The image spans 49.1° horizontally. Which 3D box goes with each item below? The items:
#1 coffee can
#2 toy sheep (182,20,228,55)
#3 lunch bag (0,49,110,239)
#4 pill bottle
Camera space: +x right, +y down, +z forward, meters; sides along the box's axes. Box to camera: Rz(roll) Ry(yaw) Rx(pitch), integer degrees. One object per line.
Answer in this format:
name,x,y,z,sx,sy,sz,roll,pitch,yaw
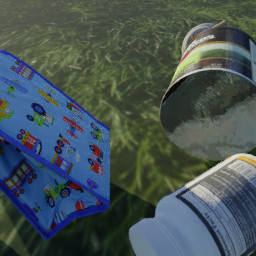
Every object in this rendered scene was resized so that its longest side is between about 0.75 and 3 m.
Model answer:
coffee can,2.048,-0.928,6.488,2.072,2.072,2.832,10,37,14
toy sheep,2.609,-2.640,9.245,1.711,1.711,2.481,13,7,18
lunch bag,-1.553,-0.055,4.403,1.311,2.787,2.098,-30,29,14
pill bottle,1.168,1.327,3.982,2.138,1.244,1.244,-25,42,-22
